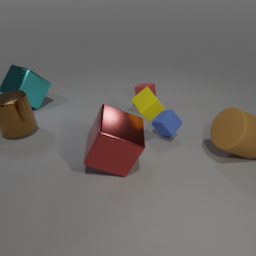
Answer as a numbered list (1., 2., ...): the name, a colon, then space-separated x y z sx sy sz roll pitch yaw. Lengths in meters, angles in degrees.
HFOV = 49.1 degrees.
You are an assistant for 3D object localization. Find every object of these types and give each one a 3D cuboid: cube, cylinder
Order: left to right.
1. cylinder: -4.394 -0.541 10.747 1.400 1.400 1.400 -8 30 5
2. cube: -4.708 -1.864 12.818 1.400 1.400 1.400 21 -7 33
3. cube: -0.420 0.386 8.574 1.400 1.400 1.400 19 37 -16
4. cube: 0.805 -1.629 12.818 0.700 0.700 0.700 6 26 33
5. cube: 0.662 -0.785 9.301 0.700 0.700 0.700 -38 55 9
6. cube: 1.446 -0.178 10.425 0.700 0.700 0.700 -50 20 -22
7. cylinder: 3.693 0.180 9.158 1.400 1.400 1.400 17 19 -29
